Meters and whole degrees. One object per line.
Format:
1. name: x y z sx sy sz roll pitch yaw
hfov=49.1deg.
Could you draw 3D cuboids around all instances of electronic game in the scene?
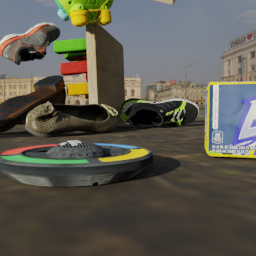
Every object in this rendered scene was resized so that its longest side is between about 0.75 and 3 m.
1. electronic game: -0.411 0.229 2.268 1.228 0.256 1.228 0 4 0

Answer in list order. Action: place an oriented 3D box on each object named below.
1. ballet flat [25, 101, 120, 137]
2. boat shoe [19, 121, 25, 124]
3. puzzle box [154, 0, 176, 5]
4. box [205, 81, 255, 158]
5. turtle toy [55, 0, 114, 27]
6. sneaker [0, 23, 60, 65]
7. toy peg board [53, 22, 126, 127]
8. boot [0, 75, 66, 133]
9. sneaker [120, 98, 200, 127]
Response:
1. ballet flat: -1.033 -0.300 6.225 0.899 0.619 2.669 34 24 30
2. boat shoe: -4.691 -0.618 11.966 0.824 0.876 2.300 0 3 0
3. puzzle box: 0.604 -3.363 5.450 1.576 2.369 0.301 22 -28 15
4. box: 2.021 -0.093 2.954 2.326 0.815 0.748 1 3 14
5. turtle toy: -1.060 -3.334 7.061 1.085 1.565 2.147 6 20 39
6. sneaker: -3.108 -2.738 9.547 2.560 1.048 0.986 -44 -5 -42
7. toy peg board: -1.126 -1.433 8.862 1.405 2.861 2.873 -1 2 15
8. boot: -2.412 -0.294 7.414 1.027 1.333 2.749 6 33 25
9. sneaker: 1.095 -0.327 9.134 2.804 1.006 1.161 -1 28 -11
